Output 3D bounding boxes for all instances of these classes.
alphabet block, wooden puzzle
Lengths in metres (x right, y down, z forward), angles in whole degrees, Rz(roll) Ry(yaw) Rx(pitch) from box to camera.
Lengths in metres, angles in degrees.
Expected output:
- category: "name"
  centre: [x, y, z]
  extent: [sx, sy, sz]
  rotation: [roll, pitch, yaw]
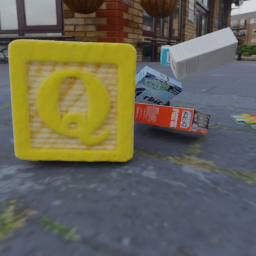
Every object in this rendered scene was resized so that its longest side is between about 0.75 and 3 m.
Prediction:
- category: "alphabet block"
  centre: [-1.238, -0.814, 7.338]
  extent: [2.724, 2.709, 2.774]
  rotation: [-1, 12, -3]
- category: "wooden puzzle"
  centre: [4.509, -0.299, 10.335]
  extent: [1.149, 0.136, 1.938]
  rotation: [1, 16, 4]

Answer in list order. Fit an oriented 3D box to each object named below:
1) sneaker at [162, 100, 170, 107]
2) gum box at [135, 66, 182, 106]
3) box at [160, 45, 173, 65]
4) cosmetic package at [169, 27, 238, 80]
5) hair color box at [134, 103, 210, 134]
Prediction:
- category: "sneaker"
  centre: [1.183, -1.211, 12.200]
  extent: [1.485, 0.832, 0.576]
  rotation: [-10, 19, -29]
- category: "gum box"
  centre: [0.684, -1.234, 9.828]
  extent: [1.561, 0.409, 1.837]
  rotation: [19, -34, -29]
- category: "box"
  centre: [1.681, -2.678, 10.259]
  extent: [0.942, 0.562, 2.288]
  rotation: [4, 20, 4]
- category: "cosmetic package"
  centre: [2.037, -2.019, 7.692]
  extent: [1.685, 0.624, 0.857]
  rotation: [-18, -27, 3]
- category: "hair color box"
  centre: [1.299, -0.307, 8.687]
  extent: [2.097, 0.670, 1.163]
  rotation: [10, 1, 40]
